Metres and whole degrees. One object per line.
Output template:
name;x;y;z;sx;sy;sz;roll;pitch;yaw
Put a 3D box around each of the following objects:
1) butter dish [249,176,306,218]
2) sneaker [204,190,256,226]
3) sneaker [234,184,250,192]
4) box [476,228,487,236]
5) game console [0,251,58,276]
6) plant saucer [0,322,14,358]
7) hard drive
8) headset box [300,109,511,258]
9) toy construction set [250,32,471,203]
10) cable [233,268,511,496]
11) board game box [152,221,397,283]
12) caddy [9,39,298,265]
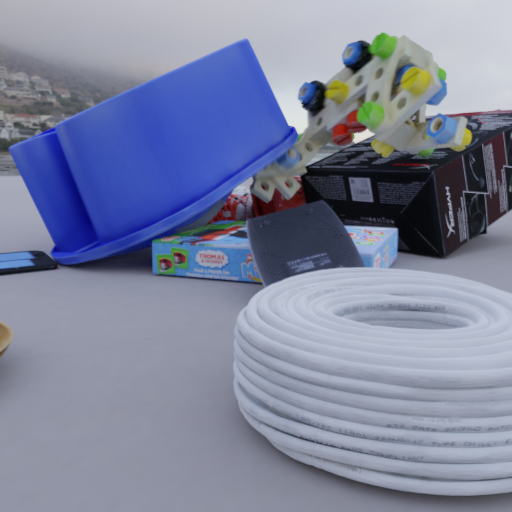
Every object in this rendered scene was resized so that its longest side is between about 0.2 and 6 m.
butter dish;0.655;-1.081;10.683;1.289;1.286;0.953;-1;-32;-22
sneaker;-0.564;-0.931;11.308;1.512;0.942;2.820;5;8;38
sneaker;-0.589;-1.465;13.586;2.565;1.199;0.903;8;13;41
box;3.700;-0.635;10.897;1.263;0.498;0.891;-8;10;-27
game console;-3.420;0.102;7.789;1.085;0.168;0.960;-7;12;-33
plant saucer;-2.518;0.753;3.761;1.661;0.294;1.661;0;10;0
hard drive;0.500;-0.020;6.088;1.069;0.336;1.585;-15;34;-2
headset box;3.210;-1.535;10.251;3.875;1.496;2.884;-28;24;-33
toy construction set;1.502;-2.132;9.026;3.679;2.412;1.695;-19;-31;38
cable;0.890;0.600;3.413;2.049;0.709;2.049;-10;14;-43
board game box;0.360;-0.078;7.708;2.846;0.521;2.153;5;12;20
caddy;-1.407;-1.510;8.953;3.285;2.439;4.647;-3;29;45
